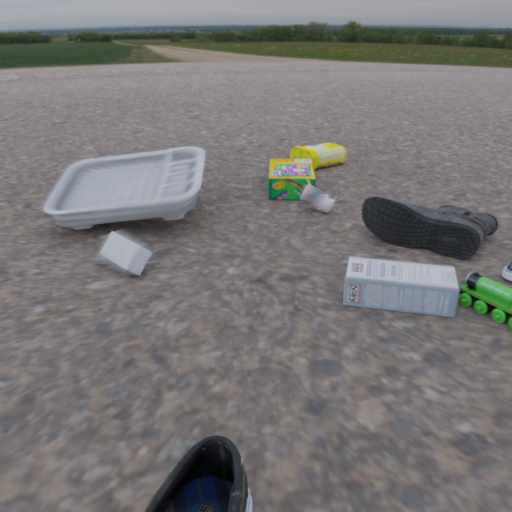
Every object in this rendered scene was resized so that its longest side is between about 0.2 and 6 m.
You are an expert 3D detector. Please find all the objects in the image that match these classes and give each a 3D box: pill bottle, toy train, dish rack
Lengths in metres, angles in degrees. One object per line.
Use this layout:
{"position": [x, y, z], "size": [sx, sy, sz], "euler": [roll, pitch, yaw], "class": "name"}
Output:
{"position": [1.439, -1.330, 13.131], "size": [0.716, 0.428, 0.428], "euler": [31, 32, 11], "class": "pill bottle"}
{"position": [3.948, 0.806, 8.455], "size": [0.426, 0.576, 2.043], "euler": [-15, 29, -30], "class": "toy train"}
{"position": [-2.780, -1.480, 12.536], "size": [3.296, 0.718, 2.829], "euler": [-6, 34, 2], "class": "dish rack"}

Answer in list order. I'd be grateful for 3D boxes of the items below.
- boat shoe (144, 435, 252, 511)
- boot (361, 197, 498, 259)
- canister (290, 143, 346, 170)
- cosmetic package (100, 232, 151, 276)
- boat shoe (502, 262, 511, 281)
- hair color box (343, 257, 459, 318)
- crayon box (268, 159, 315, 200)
{"position": [-0.696, 2.518, 4.151], "size": [1.039, 0.984, 2.971], "euler": [9, 26, 18], "class": "boat shoe"}
{"position": [3.587, -0.706, 11.696], "size": [2.521, 0.880, 1.659], "euler": [25, 30, 24], "class": "boot"}
{"position": [1.893, -3.017, 16.907], "size": [1.408, 0.609, 1.046], "euler": [-15, 28, -33], "class": "canister"}
{"position": [-2.411, -0.054, 10.333], "size": [0.969, 0.492, 0.345], "euler": [25, -4, 42], "class": "cosmetic package"}
{"position": [5.010, 0.057, 10.175], "size": [1.541, 0.522, 0.553], "euler": [-17, 30, -33], "class": "boat shoe"}
{"position": [2.350, 0.490, 9.209], "size": [1.751, 0.531, 0.867], "euler": [6, 25, 11], "class": "hair color box"}
{"position": [0.916, -2.044, 14.761], "size": [1.173, 0.575, 1.975], "euler": [1, 24, 2], "class": "crayon box"}
